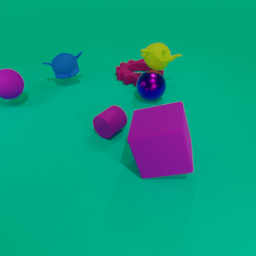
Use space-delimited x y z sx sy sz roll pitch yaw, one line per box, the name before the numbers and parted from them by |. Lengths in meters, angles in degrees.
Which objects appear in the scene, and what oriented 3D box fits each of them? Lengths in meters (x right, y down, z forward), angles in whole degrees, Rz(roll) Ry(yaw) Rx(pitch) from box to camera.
teapot | 1.151 -2.619 10.104 1.621 0.794 1.008 2 71 -26
gear | 0.481 -2.319 11.536 1.938 0.358 1.938 -1 35 1
monkey head | -2.398 -2.404 10.806 1.580 0.952 1.137 -16 12 0
ball | 0.810 -1.478 9.780 1.048 1.048 1.048 0 35 0
ball | -4.002 -1.462 9.351 1.019 1.019 1.019 0 35 0
cylinder | -0.522 -0.182 8.229 0.748 0.748 0.748 23 42 29
cube | 0.831 0.293 6.835 1.271 1.271 1.271 -10 32 16
